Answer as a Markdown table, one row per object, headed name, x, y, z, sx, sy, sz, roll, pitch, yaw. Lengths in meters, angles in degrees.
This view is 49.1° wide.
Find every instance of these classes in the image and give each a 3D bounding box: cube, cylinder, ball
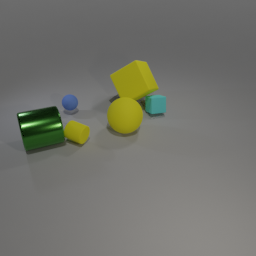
| name | x | y | z | sx | sy | sz | roll | pitch | yaw |
| --- | --- | --- | --- | --- | --- | --- | --- | --- | --- |
| cube | 0.311 | -2.034 | 12.483 | 1.400 | 1.400 | 1.400 | -25 | -1 | 24 |
| cylinder | -1.880 | 0.151 | 10.320 | 0.700 | 0.700 | 0.700 | 20 | 37 | 18 |
| cube | 1.213 | -1.050 | 12.326 | 0.700 | 0.700 | 0.700 | -7 | 16 | -18 |
| ball | -0.117 | -0.487 | 10.906 | 1.400 | 1.400 | 1.400 | 0 | 32 | 0 |
| ball | -2.530 | -1.113 | 12.218 | 0.700 | 0.700 | 0.700 | 0 | 32 | 0 |
| cylinder | -3.153 | 0.006 | 10.136 | 1.400 | 1.400 | 1.400 | -13 | 34 | -20 |
